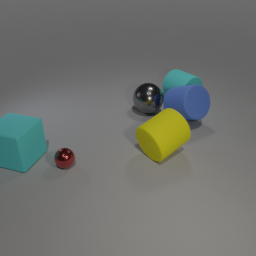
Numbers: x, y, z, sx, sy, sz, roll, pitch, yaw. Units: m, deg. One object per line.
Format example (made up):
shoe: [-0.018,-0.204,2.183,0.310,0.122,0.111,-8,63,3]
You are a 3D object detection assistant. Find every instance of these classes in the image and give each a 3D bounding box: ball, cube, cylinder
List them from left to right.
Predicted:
cube: [-3.870,0.471,9.728,1.400,1.400,1.400,9,32,16]
ball: [-2.156,1.020,9.544,0.700,0.700,0.700,0,32,0]
ball: [0.914,-1.343,12.705,1.400,1.400,1.400,0,32,0]
cylinder: [1.222,0.235,9.845,1.400,1.400,1.400,-33,43,-22]
cylinder: [2.664,-2.026,13.749,1.400,1.400,1.400,-20,35,-29]
cylinder: [2.416,-1.048,11.622,1.400,1.400,1.400,-19,12,-27]
